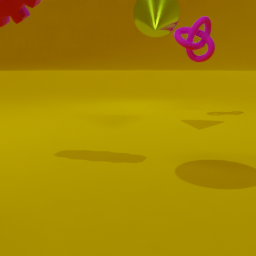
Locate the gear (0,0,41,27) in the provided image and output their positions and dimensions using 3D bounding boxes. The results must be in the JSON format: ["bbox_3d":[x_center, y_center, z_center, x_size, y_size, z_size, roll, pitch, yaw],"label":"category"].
[{"bbox_3d":[-2.042,-2.321,4.113,1.549,1.549,0.286,2,38,8],"label":"gear"}]

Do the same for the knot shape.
[{"bbox_3d":[2.221,-2.735,8.921,1.380,1.291,0.638,-26,10,-8],"label":"knot shape"}]

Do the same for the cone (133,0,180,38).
[{"bbox_3d":[0.683,-2.619,6.891,1.230,1.230,1.234,1,38,6],"label":"cone"}]
